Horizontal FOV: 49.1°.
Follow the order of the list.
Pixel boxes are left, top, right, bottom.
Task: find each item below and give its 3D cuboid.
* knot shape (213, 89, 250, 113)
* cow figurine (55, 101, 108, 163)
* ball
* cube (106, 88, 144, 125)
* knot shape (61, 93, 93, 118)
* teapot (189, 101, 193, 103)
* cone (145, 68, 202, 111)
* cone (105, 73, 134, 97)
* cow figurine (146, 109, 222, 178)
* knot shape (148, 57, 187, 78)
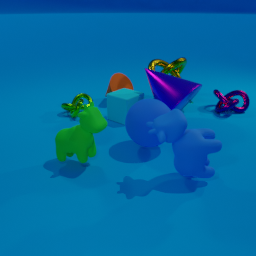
[{"bbox_3d":[3.654,-0.942,9.856,1.223,0.604,1.307,1,36,3],"label":"knot shape"},{"bbox_3d":[-1.117,0.098,6.384,1.362,1.340,0.748,-1,15,24],"label":"cow figurine"},{"bbox_3d":[0.545,-0.129,7.131,1.234,1.234,1.234,0,25,0],"label":"ball"},{"bbox_3d":[-0.080,-0.710,9.119,0.883,0.883,0.883,19,31,36],"label":"cube"},{"bbox_3d":[-1.679,-0.812,9.581,1.021,0.504,1.091,-36,29,-26],"label":"knot shape"},{"bbox_3d":[1.687,-1.129,9.986,1.610,1.001,0.788,15,40,35],"label":"teapot"},{"bbox_3d":[1.093,-1.289,8.670,1.668,1.662,1.662,47,41,11],"label":"cone"},{"bbox_3d":[-0.561,-1.397,10.832,1.116,1.116,1.120,-24,3,-42],"label":"cone"},{"bbox_3d":[1.111,0.371,5.795,1.509,1.534,0.842,1,29,-5],"label":"cow figurine"},{"bbox_3d":[1.414,-1.973,10.546,1.634,1.747,0.807,14,16,-32],"label":"knot shape"}]
